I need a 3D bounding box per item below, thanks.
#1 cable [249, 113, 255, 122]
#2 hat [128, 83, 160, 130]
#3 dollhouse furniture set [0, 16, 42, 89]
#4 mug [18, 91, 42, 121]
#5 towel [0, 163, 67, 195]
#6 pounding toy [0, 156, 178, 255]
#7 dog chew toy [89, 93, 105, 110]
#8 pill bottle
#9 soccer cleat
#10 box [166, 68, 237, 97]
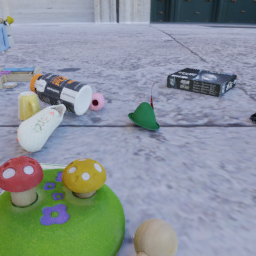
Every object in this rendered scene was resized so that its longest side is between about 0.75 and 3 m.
[{"bbox_3d":[3.986,-0.283,7.946,0.972,0.247,0.793,-17,30,-34],"label":"cable"},{"bbox_3d":[0.553,-0.616,7.501,0.906,0.963,1.094,4,27,-39],"label":"hat"},{"bbox_3d":[-4.736,-3.170,11.451,1.677,2.570,2.427,-3,25,-4],"label":"dollhouse furniture set"},{"bbox_3d":[-2.834,-0.664,8.198,0.880,0.723,0.705,10,26,23],"label":"mug"},{"bbox_3d":[-1.615,1.091,5.067,1.115,0.171,1.462,4,26,9],"label":"towel"},{"bbox_3d":[-0.783,1.037,3.685,2.611,1.212,2.015,26,35,35],"label":"pounding toy"},{"bbox_3d":[-0.998,-0.876,8.954,0.540,0.540,0.867,1,16,1],"label":"dog chew toy"},{"bbox_3d":[-2.037,-1.076,8.334,1.765,0.937,0.937,20,30,17],"label":"pill bottle"},{"bbox_3d":[-2.054,-0.103,6.784,0.781,0.698,2.013,-35,17,15],"label":"soccer cleat"},{"bbox_3d":[2.917,-1.865,11.100,2.217,0.483,1.776,18,30,33],"label":"box"}]
